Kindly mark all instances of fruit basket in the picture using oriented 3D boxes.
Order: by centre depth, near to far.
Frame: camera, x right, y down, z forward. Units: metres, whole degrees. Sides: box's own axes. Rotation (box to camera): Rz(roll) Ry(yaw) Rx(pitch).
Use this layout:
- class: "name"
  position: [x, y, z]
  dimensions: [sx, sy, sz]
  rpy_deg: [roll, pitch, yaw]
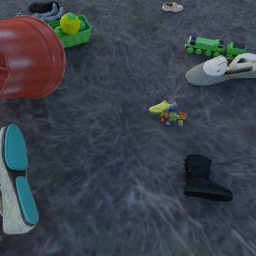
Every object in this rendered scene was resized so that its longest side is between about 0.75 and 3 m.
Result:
- class: "fruit basket"
  position: [-2.052, -3.577, 9.814]
  dimensions: [1.491, 1.491, 1.076]
  rpy_deg: [-19, 60, -12]

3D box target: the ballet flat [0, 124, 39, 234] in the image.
- class: "ballet flat"
  position: [-2.828, 1.166, 6.606]
  dimensions: [0.828, 0.896, 2.656]
  rpy_deg: [-22, 69, 10]

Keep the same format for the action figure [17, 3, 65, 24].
- class: "action figure"
  position: [-3.699, -3.752, 10.246]
  dimensions: [2.877, 0.787, 1.699]
  rpy_deg: [-35, 50, -24]

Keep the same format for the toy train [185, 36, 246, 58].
- class: "toy train"
  position: [3.061, -2.808, 9.791]
  dimensions: [2.104, 0.593, 0.439]
  rpy_deg: [12, 58, 7]

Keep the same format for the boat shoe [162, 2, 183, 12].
- class: "boat shoe"
  position: [1.817, -4.909, 11.301]
  dimensions: [0.837, 0.290, 0.309]
  rpy_deg: [-1, 58, 0]

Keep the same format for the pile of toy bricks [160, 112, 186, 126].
- class: "pile of toy bricks"
  position: [1.331, -0.331, 8.340]
  dimensions: [0.787, 0.389, 0.437]
  rpy_deg: [10, 58, 7]

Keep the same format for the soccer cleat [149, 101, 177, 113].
- class: "soccer cleat"
  position: [1.042, -0.644, 8.330]
  dimensions: [0.865, 0.362, 0.280]
  rpy_deg: [-2, 16, 27]

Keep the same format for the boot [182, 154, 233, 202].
- class: "boot"
  position: [2.048, 1.279, 7.292]
  dimensions: [1.325, 0.490, 1.086]
  rpy_deg: [8, 55, 6]

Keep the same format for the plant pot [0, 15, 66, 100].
- class: "plant pot"
  position: [-3.302, -1.804, 7.475]
  dimensions: [2.468, 2.468, 2.401]
  rpy_deg: [13, 19, 8]

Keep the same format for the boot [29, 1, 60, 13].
- class: "boot"
  position: [-3.321, -4.790, 11.105]
  dimensions: [0.773, 0.389, 1.034]
  rpy_deg: [13, 30, 33]

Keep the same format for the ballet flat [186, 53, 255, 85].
- class: "ballet flat"
  position: [3.254, -2.024, 9.126]
  dimensions: [2.734, 0.871, 0.921]
  rpy_deg: [-7, 59, -4]
